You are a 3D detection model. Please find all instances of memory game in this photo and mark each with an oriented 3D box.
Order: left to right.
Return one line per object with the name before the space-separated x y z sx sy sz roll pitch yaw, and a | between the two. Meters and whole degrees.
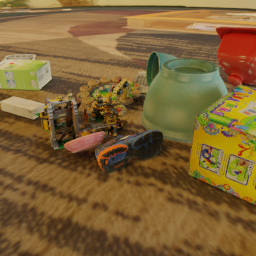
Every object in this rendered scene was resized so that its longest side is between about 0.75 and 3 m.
memory game | -0.765 -1.493 11.353 2.646 0.169 2.646 -4 35 3

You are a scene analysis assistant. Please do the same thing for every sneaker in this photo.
sneaker | 0.047 0.445 7.601 2.127 0.801 0.834 -14 26 -27

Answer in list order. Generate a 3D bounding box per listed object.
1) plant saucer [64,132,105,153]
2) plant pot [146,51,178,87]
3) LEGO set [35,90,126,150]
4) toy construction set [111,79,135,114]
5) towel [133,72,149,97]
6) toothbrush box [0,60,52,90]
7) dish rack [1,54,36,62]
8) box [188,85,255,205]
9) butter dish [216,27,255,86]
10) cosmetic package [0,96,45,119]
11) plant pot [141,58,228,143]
plant saucer | -1.151 0.410 7.652 1.142 0.290 1.142 -18 -4 -1
plant pot | 1.620 -2.265 11.322 1.389 1.479 1.479 2 27 -16
LEGO set | -1.506 -0.597 8.614 2.724 1.578 2.095 -6 29 -12
toy construction set | -0.225 -1.221 10.211 0.677 0.964 1.469 11 49 9
towel | 1.445 -1.962 12.271 2.640 0.456 2.542 7 29 12
toothbrush box | -4.809 -2.432 12.647 2.194 0.945 1.598 2 28 7
dish rack | -5.966 -3.596 15.331 1.641 0.416 1.912 -3 29 -7
box | 3.342 0.353 6.762 2.650 1.678 2.751 22 35 34
butter dish | 5.147 -2.836 12.340 2.904 2.153 2.912 34 -5 -41
cosmetic package | -3.784 -0.739 10.108 1.570 0.398 0.648 15 32 25
plant pot | 1.921 -1.104 9.146 2.953 1.978 2.953 -1 29 0
